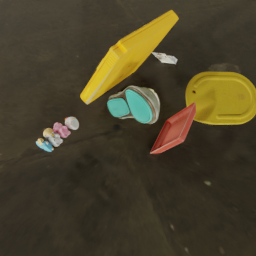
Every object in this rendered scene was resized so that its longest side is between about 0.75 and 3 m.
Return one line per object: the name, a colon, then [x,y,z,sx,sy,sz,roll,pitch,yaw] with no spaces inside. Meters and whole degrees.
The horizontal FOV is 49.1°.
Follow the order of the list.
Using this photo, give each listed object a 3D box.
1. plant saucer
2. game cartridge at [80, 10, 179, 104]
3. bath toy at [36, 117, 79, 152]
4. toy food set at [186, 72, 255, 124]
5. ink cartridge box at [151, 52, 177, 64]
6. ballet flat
plant saucer: [1.240,0.071,7.392,0.239,1.300,1.303,39,56,-10]
game cartridge: [-0.055,-2.000,8.174,0.457,2.817,2.483,49,57,1]
bath toy: [-1.903,0.104,7.680,0.467,0.549,1.262,-5,31,45]
toy food set: [2.859,-0.772,8.283,2.669,0.872,1.570,1,76,-9]
ink cartridge box: [1.276,-2.519,9.833,0.628,0.784,0.185,20,87,41]
ballet flat: [0.281,-0.706,7.323,0.909,0.962,2.854,-25,13,-19]
